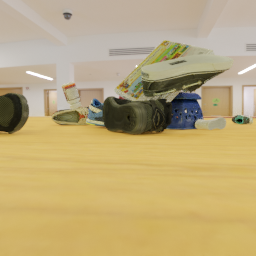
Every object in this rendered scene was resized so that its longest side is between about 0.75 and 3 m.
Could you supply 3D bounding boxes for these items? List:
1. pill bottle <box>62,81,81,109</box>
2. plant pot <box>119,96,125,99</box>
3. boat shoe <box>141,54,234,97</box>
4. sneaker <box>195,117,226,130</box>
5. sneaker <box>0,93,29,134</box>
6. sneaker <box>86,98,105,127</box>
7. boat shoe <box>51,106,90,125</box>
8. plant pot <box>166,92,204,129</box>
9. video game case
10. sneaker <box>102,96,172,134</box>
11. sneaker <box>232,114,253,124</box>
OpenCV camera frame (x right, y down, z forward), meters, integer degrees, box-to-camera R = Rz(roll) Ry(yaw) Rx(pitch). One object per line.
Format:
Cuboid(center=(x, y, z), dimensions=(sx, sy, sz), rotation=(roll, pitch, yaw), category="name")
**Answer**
Cuboid(center=(-2.057, -1.199, 10.268), dimensions=(0.506, 0.923, 0.506), rotation=(-16, 14, 4), category="pill bottle")
Cuboid(center=(0.562, -0.850, 11.151), dimensions=(1.902, 1.902, 1.702), rotation=(0, 19, -3), category="plant pot")
Cuboid(center=(1.765, -1.569, 8.384), dimensions=(2.896, 0.922, 1.024), rotation=(-12, 31, -12), category="boat shoe")
Cuboid(center=(2.776, -0.168, 9.503), dimensions=(1.165, 0.429, 0.673), rotation=(-4, 8, -40), category="sneaker")
Cuboid(center=(-3.844, -0.330, 7.199), dimensions=(2.772, 1.060, 1.588), rotation=(-1, 3, 33), category="sneaker")
Cuboid(center=(-0.460, -0.510, 10.080), dimensions=(2.488, 1.023, 0.920), rotation=(8, 5, 27), category="sneaker")
Cuboid(center=(-2.165, -0.530, 12.459), dimensions=(2.407, 0.857, 0.753), rotation=(-2, 6, -2), category="boat shoe")
Cuboid(center=(1.783, -0.619, 9.985), dimensions=(1.425, 1.281, 1.424), rotation=(3, 6, 44), category="plant pot")
Cuboid(center=(1.171, -1.934, 10.049), dimensions=(0.334, 2.917, 2.655), rotation=(49, -8, -38), category="video game case")
Cuboid(center=(0.246, -0.376, 8.168), dimensions=(1.567, 1.046, 2.736), rotation=(0, 5, -28), category="sneaker")
Cuboid(center=(5.493, -0.412, 13.809), dimensions=(0.593, 0.504, 1.299), rotation=(-5, 3, -18), category="sneaker")
